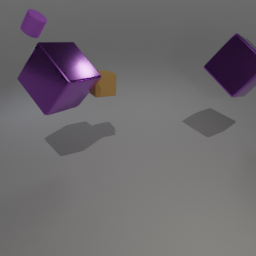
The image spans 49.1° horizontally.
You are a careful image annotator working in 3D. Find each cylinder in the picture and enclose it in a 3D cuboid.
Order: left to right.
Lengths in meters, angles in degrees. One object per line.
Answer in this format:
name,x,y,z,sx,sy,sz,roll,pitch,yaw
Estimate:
cylinder,-3.305,-3.653,9.807,0.700,0.700,0.700,29,31,-20

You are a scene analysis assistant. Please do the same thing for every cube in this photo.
cube,-1.916,-1.415,7.888,1.400,1.400,1.400,51,33,8
cube,-0.824,-1.411,8.860,0.700,0.700,0.700,-9,23,-25
cube,3.609,-1.964,9.044,1.400,1.400,1.400,-11,59,-54
